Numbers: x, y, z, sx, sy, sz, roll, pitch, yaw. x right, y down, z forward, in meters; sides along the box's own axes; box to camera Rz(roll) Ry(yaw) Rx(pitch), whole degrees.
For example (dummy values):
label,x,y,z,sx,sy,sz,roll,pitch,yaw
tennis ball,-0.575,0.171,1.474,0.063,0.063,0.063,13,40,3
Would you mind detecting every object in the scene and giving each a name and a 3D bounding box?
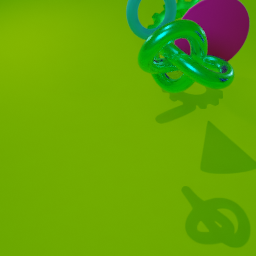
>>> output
label,x,y,z,sx,sy,sz,roll,pitch,yaw
cone,1.667,-2.471,6.512,1.621,1.621,1.627,-6,42,-5
knot shape,0.855,-1.153,4.976,1.746,1.634,0.807,20,84,-25
ring,0.636,-3.076,7.391,1.479,1.479,0.296,-23,34,-16
gear,1.595,-3.124,8.657,1.988,0.368,1.988,-10,65,21
